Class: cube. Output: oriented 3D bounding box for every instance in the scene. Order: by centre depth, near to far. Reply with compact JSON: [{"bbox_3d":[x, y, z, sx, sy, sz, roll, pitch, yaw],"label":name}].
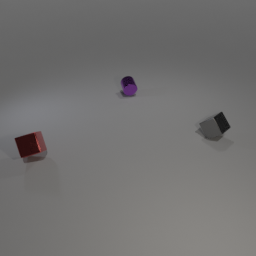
[{"bbox_3d":[-3.223,0.543,9.333,0.700,0.700,0.700,-17,2,0],"label":"cube"},{"bbox_3d":[3.253,-0.088,10.480,0.700,0.700,0.700,-29,0,-39],"label":"cube"}]

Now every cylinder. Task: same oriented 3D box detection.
[{"bbox_3d":[0.045,-2.068,13.743,0.700,0.700,0.700,-8,47,-13],"label":"cylinder"}]
